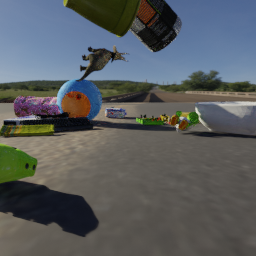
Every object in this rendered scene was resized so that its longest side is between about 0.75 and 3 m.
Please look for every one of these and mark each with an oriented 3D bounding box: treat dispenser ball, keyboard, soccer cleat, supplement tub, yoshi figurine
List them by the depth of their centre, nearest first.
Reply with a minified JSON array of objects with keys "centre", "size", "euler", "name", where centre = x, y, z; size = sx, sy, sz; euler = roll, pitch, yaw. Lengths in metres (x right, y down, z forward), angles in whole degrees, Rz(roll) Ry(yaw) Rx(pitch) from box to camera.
[{"centre":[-1.769,0.386,3.140],"size":[1.654,0.558,0.670],"euler":[3,-13,28],"name":"soccer cleat"},{"centre":[1.578,-0.229,7.455],"size":[0.576,0.578,1.028],"euler":[-18,-8,33],"name":"yoshi figurine"},{"centre":[-2.094,-0.207,8.165],"size":[2.011,0.207,1.278],"euler":[-4,24,-37],"name":"keyboard"},{"centre":[0.456,-3.382,8.185],"size":[2.152,1.318,1.318],"euler":[38,-13,-27],"name":"supplement tub"},{"centre":[-1.785,-0.996,10.373],"size":[1.643,1.643,1.643],"euler":[0,6,0],"name":"treat dispenser ball"}]

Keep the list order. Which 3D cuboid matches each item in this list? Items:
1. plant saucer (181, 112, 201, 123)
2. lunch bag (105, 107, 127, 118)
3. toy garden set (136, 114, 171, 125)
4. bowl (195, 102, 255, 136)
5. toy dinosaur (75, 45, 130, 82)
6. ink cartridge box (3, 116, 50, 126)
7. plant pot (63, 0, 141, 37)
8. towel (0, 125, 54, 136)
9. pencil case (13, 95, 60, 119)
[{"centre":[2.933,-0.393,10.521],"size":[1.489,0.361,1.489],"euler":[-4,7,-33],"name":"plant saucer"},{"centre":[-0.549,-0.714,13.030],"size":[0.984,0.464,1.228],"euler":[2,7,2],"name":"lunch bag"},{"centre":[1.069,-0.343,10.266],"size":[1.275,0.305,1.530],"euler":[-1,6,-10],"name":"toy garden set"},{"centre":[3.186,-0.307,7.676],"size":[2.187,0.816,2.184],"euler":[-4,7,-40],"name":"bowl"},{"centre":[-1.031,-2.320,9.556],"size":[1.103,0.830,2.156],"euler":[8,35,39],"name":"toy dinosaur"},{"centre":[-3.043,-0.193,8.845],"size":[0.859,0.336,1.814],"euler":[2,9,7],"name":"ink cartridge box"},{"centre":[-0.560,-2.629,5.530],"size":[1.270,1.319,1.319],"euler":[9,2,-25],"name":"plant pot"},{"centre":[-2.517,0.034,7.023],"size":[1.279,0.115,0.550],"euler":[-1,26,-14],"name":"towel"},{"centre":[-3.805,-0.931,12.309],"size":[2.494,1.032,1.079],"euler":[1,9,19],"name":"pencil case"}]
